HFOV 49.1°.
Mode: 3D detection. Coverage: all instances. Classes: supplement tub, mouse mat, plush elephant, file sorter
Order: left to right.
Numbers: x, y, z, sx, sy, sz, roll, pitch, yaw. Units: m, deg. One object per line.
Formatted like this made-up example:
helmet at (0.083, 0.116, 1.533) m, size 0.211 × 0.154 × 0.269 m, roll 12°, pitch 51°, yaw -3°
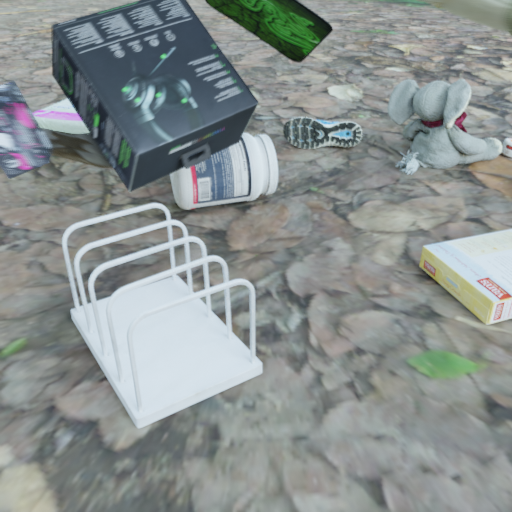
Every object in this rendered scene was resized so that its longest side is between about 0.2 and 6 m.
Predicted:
file sorter at (-1.257, 0.558, 7.033) m, size 1.660 × 1.490 × 2.393 m, roll -19°, pitch 36°, yaw -28°
supplement tub at (-0.662, -1.658, 10.827) m, size 1.898 × 1.332 × 1.332 m, roll -10°, pitch 32°, yaw -15°
mouse mat at (0.160, -4.334, 10.024) m, size 2.213 × 0.083 × 1.781 m, roll 28°, pitch -9°, yaw -13°
plush elephant at (4.143, -3.101, 12.611) m, size 2.560 × 1.982 × 2.108 m, roll -24°, pitch 39°, yaw -34°

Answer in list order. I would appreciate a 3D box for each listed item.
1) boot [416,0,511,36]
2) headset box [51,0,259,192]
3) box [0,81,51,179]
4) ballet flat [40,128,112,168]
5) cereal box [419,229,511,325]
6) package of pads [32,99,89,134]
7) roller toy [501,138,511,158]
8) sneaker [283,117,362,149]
boot at (2.408, -2.719, 5.520) m, size 1.660 × 0.774 × 2.146 m, roll 32°, pitch 43°, yaw 23°
headset box at (-1.500, -2.466, 8.495) m, size 2.161 × 1.151 × 2.482 m, roll -31°, pitch 81°, yaw -27°
box at (-3.302, -1.698, 7.538) m, size 0.606 × 1.056 × 0.698 m, roll -23°, pitch 30°, yaw -4°
ballet flat at (-2.880, -1.716, 9.035) m, size 1.596 × 0.370 × 0.538 m, roll 10°, pitch 73°, yaw 4°
cereal box at (3.954, 0.205, 8.595) m, size 2.314 × 0.457 × 1.665 m, roll -10°, pitch 33°, yaw -17°
package of pads at (-3.842, -3.203, 13.761) m, size 2.864 × 0.977 × 2.212 m, roll 11°, pitch 33°, yaw 17°
roller toy at (6.049, -2.536, 13.259) m, size 0.514 × 0.359 × 0.469 m, roll 8°, pitch 34°, yaw -6°
sneaker at (1.629, -3.008, 13.931) m, size 1.928 × 0.756 × 0.867 m, roll 7°, pitch 13°, yaw 6°
